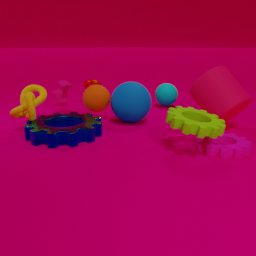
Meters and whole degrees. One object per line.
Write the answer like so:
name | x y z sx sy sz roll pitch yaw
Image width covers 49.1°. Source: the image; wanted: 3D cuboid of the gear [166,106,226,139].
gear | 1.547 -0.155 6.454 1.316 0.243 1.316 9 23 -4

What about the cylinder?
cylinder | 2.700 -0.933 8.271 1.285 1.285 1.285 -15 64 -39

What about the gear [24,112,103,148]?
gear | -1.749 -0.005 7.718 2.059 0.381 2.059 0 18 0

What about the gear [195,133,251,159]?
gear | 2.269 0.389 6.747 1.251 0.231 1.251 0 18 0

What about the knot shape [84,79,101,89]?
knot shape | -1.413 -1.657 11.912 0.547 1.107 1.183 -43 50 -9

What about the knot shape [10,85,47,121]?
knot shape | -2.738 -0.744 7.847 0.547 1.108 1.185 36 -30 -31

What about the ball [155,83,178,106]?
ball | 1.476 -1.285 10.774 0.864 0.864 0.864 0 18 0

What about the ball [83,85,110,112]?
ball | -0.996 -0.939 8.871 0.860 0.860 0.860 0 18 0

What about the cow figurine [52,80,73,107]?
cow figurine | -2.226 -1.178 9.643 0.877 0.891 0.489 -6 5 42

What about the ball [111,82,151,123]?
ball | 0.092 -0.803 8.751 1.275 1.275 1.275 0 18 0
